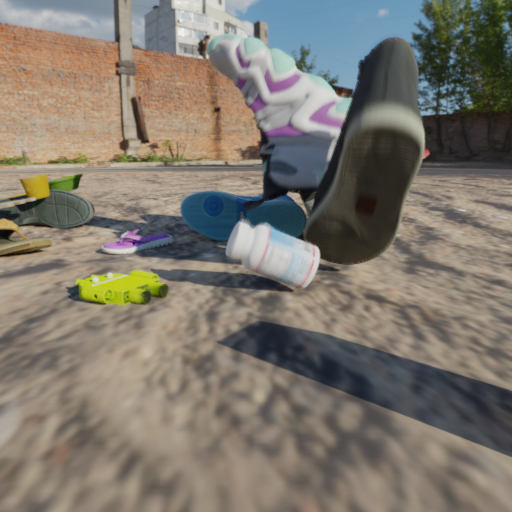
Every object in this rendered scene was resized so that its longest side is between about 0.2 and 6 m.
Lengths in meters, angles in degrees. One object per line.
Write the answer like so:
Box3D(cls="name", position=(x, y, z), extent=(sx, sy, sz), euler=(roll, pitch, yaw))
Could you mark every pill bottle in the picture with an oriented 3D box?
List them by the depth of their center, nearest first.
Box3D(cls="pill bottle", position=(0.208, -0.025, 7.345), extent=(1.132, 0.616, 0.616), euler=(22, 7, -14))

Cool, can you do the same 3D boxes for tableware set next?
Box3D(cls="tableware set", position=(-6.458, -1.518, 13.694), extent=(4.180, 0.641, 2.816), euler=(-6, 14, 27))

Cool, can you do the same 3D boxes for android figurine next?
Box3D(cls="android figurine", position=(-1.799, 0.412, 7.356), extent=(1.218, 0.250, 1.108), euler=(8, 14, 28))

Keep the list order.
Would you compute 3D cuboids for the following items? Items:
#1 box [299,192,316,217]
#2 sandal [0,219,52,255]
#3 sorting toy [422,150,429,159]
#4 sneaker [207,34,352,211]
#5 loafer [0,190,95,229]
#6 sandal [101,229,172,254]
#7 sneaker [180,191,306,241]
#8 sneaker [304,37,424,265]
Box3D(cls="box", position=(1.165, -1.635, 11.088), extent=(0.911, 2.116, 1.733), euler=(-22, 29, 7))
Box3D(cls="sandal", position=(-4.795, -0.378, 10.296), extent=(2.315, 0.625, 0.930), euler=(6, 13, 29))
Box3D(cls="sorting toy", position=(2.588, -1.310, 12.975), extent=(3.645, 0.617, 1.757), euler=(-39, 16, -29))
Box3D(cls="sneaker", position=(0.250, -1.945, 9.330), extent=(3.518, 2.461, 1.367), euler=(32, 9, 12))
Box3D(cls="loafer", position=(-5.040, -1.127, 13.553), extent=(2.544, 0.914, 0.800), euler=(0, 5, 10))
Box3D(cls="sandal", position=(-2.280, -0.327, 10.647), extent=(0.648, 0.391, 1.593), euler=(8, 14, 35))
Box3D(cls="sneaker", position=(-0.244, -0.909, 12.090), extent=(2.611, 1.038, 1.704), euler=(9, 13, 2))
Box3D(cls="sneaker", position=(1.576, -1.255, 7.850), extent=(1.218, 1.729, 3.256), euler=(16, -33, -1))
